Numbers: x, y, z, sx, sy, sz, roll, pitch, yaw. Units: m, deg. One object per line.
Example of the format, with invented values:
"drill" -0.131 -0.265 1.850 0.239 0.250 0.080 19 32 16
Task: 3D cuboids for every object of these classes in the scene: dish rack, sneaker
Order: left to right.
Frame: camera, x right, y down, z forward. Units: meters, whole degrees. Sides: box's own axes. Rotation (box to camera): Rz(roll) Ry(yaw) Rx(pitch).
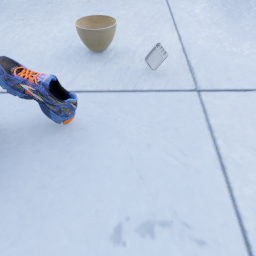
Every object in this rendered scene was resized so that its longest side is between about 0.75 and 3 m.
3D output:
"sneaker" -2.470 -1.223 7.810 2.641 1.036 0.995 33 45 -13
"dish rack" 1.044 -2.564 10.144 0.201 0.925 0.794 11 42 -46

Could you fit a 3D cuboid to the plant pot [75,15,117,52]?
"plant pot" -1.243 -3.710 11.187 1.635 1.098 1.635 0 40 0
